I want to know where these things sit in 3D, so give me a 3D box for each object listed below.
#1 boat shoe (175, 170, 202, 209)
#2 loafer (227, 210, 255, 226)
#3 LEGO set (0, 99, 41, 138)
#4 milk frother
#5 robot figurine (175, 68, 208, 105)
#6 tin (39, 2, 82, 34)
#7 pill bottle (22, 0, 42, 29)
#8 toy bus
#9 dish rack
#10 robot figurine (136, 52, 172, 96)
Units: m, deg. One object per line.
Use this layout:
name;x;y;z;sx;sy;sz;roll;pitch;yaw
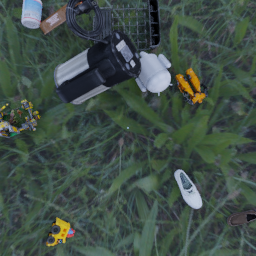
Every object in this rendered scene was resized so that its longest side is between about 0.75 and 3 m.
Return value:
boat shoe;2.024;2.098;9.455;0.535;0.486;1.456;-33;85;-4
loafer;3.851;3.016;9.407;1.053;0.374;0.385;-19;84;-2
LEGO set;-3.878;-0.325;9.528;1.545;0.895;1.188;-13;84;-2
milk frother;-1.345;-2.231;8.476;2.416;2.318;2.568;-21;96;30
robot figurine;2.264;-1.425;9.922;0.925;0.371;1.275;-27;83;-3
tin;-2.106;-3.737;9.238;0.449;2.142;1.200;54;46;-26
pill bottle;-3.455;-4.282;10.106;0.647;0.647;1.191;3;83;0
toy bus;-2.221;3.529;9.309;0.812;0.574;0.846;24;86;-13
dish rack;-0.073;-3.633;10.044;2.393;0.653;1.835;-3;83;0
robot figurine;0.840;-1.871;9.595;1.368;0.911;1.613;-46;65;29
